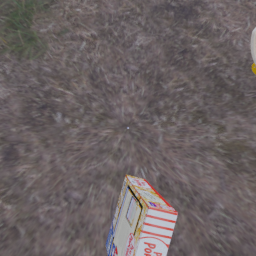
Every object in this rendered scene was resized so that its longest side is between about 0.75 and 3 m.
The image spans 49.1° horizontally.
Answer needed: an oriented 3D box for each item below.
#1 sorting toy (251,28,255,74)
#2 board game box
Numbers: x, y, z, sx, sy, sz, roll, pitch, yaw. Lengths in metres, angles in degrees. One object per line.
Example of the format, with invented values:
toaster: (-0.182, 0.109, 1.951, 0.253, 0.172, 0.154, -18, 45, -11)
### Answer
sorting toy: (3.533, -1.581, 5.745, 1.731, 0.925, 1.558, 35, 56, 24)
board game box: (0.093, 1.509, 4.049, 0.396, 1.712, 1.297, 16, 91, -10)
